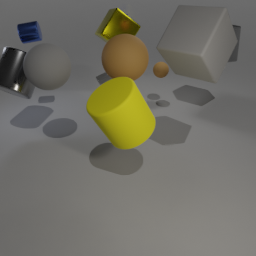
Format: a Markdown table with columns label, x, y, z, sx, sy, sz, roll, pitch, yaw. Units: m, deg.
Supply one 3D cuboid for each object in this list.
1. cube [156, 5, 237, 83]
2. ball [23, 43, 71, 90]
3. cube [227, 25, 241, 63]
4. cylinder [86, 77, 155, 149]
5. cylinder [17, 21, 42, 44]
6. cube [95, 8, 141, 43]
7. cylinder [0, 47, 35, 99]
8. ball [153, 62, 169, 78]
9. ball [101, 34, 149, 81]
| label | x | y | z | sx | sy | sz | roll | pitch | yaw |
| --- | --- | --- | --- | --- | --- | --- | --- | --- | --- |
| cube | 1.892 | -2.261 | 7.582 | 1.400 | 1.400 | 1.400 | 23 | 82 | 37 |
| ball | -2.436 | -1.847 | 8.497 | 1.400 | 1.400 | 1.400 | 0 | 31 | 0 |
| cube | 3.593 | -3.420 | 11.375 | 1.400 | 1.400 | 1.400 | 13 | 21 | 36 |
| cylinder | -0.165 | -0.385 | 7.444 | 1.400 | 1.400 | 1.400 | -19 | 41 | 18 |
| cylinder | -3.605 | -3.517 | 10.308 | 0.700 | 0.700 | 0.700 | -11 | 32 | -3 |
| cube | -0.511 | -4.608 | 13.213 | 1.400 | 1.400 | 1.400 | 30 | 8 | -25 |
| cylinder | -3.929 | -1.923 | 9.986 | 1.400 | 1.400 | 1.400 | 18 | -6 | 2 |
| ball | 1.451 | -2.561 | 12.347 | 0.700 | 0.700 | 0.700 | 0 | 31 | 0 |
| ball | -0.086 | -2.061 | 8.317 | 1.400 | 1.400 | 1.400 | 0 | 31 | 0 |
